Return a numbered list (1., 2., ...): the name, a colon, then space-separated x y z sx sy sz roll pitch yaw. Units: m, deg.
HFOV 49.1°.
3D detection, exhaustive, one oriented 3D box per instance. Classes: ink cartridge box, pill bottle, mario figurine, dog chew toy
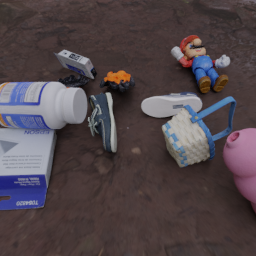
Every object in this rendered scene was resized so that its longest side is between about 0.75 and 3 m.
1. ink cartridge box: -1.976 -2.440 10.535 1.686 0.839 0.331 25 72 28
2. pill bottle: -2.370 -0.621 7.743 2.314 1.297 1.297 2 44 14
3. mario figurine: 2.634 -2.563 10.220 1.607 1.380 2.604 19 39 -39
4. ink cartridge box: -3.270 0.972 7.448 2.445 0.497 2.450 -3 45 -3
5. dog chew toy: 3.069 1.038 5.934 2.687 1.673 1.673 42 46 -16

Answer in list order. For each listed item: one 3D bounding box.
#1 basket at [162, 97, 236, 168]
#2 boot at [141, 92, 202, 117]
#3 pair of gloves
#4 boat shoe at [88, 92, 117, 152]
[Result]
1. basket: 1.930 0.074 7.415 1.920 1.693 1.336 -23 55 0
2. boot: 1.405 -0.810 9.224 1.916 0.697 0.866 1 22 4
3. pair of gloves: -1.171 -1.518 9.552 2.785 0.344 2.481 -6 21 -4
4. boat shoe: -0.790 -0.236 8.326 0.791 0.958 2.560 -4 44 -7
